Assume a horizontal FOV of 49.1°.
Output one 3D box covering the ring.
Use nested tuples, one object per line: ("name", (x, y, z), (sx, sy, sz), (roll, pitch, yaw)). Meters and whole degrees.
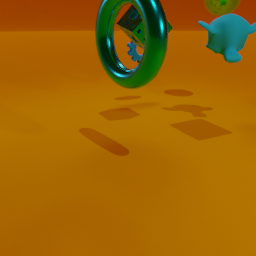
("ring", (-0.005, -1.646, 5.092), (0.376, 1.882, 1.882), (-16, 26, -36))

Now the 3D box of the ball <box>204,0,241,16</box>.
("ball", (3.021, -4.198, 8.955), (1.154, 1.154, 1.154), (0, 21, 0))

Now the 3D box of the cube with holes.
("cube with holes", (0.407, -2.535, 6.943), (0.824, 0.824, 0.824), (36, 7, -44))

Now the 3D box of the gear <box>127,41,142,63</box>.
("gear", (0.501, -2.700, 9.357), (1.084, 1.084, 0.201), (-9, 33, -22))

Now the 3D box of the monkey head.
("monkey head", (2.753, -2.432, 7.542), (1.765, 1.064, 1.270), (-1, 42, -1))
